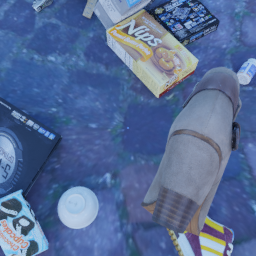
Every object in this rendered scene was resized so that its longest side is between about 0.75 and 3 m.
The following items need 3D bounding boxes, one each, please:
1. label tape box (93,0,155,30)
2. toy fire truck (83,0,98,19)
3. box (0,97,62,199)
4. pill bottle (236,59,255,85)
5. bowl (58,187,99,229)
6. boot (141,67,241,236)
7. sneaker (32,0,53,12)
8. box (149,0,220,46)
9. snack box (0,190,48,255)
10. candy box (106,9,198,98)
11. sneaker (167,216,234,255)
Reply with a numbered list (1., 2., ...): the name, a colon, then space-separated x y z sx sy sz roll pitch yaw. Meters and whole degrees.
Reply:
1. label tape box: 0.356 -4.132 8.189 2.063 2.880 0.952 -39 104 -17
2. toy fire truck: -1.446 -4.752 9.623 1.480 1.082 1.682 11 55 5
3. box: -3.316 0.410 6.632 2.744 0.597 2.198 35 66 -13
4. pill bottle: 3.577 -1.705 8.370 0.432 0.432 0.770 33 68 15
5. bowl: -1.216 1.842 6.662 1.009 0.454 1.009 0 64 -1
6. boot: 0.908 0.418 3.803 0.892 2.541 1.858 23 79 11
7. sneaker: -3.012 -4.410 9.751 0.445 0.289 0.771 40 72 19
8. box: 1.843 -3.607 9.288 1.694 0.421 1.682 -30 68 -13
9. snack box: -2.452 2.197 6.175 0.848 0.271 1.460 -24 102 -10
10. candy box: 0.678 -2.310 8.497 1.478 0.708 2.560 -35 69 -15
11. sneaker: 1.840 2.767 5.868 1.290 1.073 2.862 -24 67 -4
